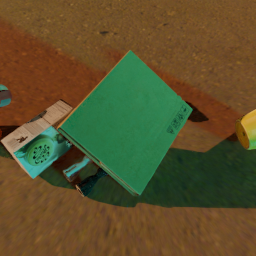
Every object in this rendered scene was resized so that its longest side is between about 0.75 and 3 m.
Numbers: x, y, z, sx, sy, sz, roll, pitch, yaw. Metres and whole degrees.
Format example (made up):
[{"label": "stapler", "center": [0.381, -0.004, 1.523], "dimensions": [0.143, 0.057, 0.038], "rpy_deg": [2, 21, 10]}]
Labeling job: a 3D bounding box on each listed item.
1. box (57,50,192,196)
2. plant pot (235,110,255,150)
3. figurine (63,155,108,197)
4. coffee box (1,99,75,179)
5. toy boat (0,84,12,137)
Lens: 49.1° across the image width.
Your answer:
[{"label": "box", "center": [0.101, -0.212, 6.136], "dimensions": [2.133, 0.278, 2.609], "rpy_deg": [42, 61, -9]}, {"label": "plant pot", "center": [3.152, -0.001, 6.474], "dimensions": [1.082, 1.151, 1.151], "rpy_deg": [-18, 46, 2]}, {"label": "figurine", "center": [-0.875, 0.934, 5.973], "dimensions": [0.781, 0.345, 0.801], "rpy_deg": [-38, 55, -23]}, {"label": "coffee box", "center": [-1.766, 0.204, 6.137], "dimensions": [1.572, 0.889, 0.628], "rpy_deg": [-40, 48, -24]}, {"label": "toy boat", "center": [-3.440, -0.177, 6.579], "dimensions": [1.800, 1.177, 1.175], "rpy_deg": [-26, 9, 18]}]
